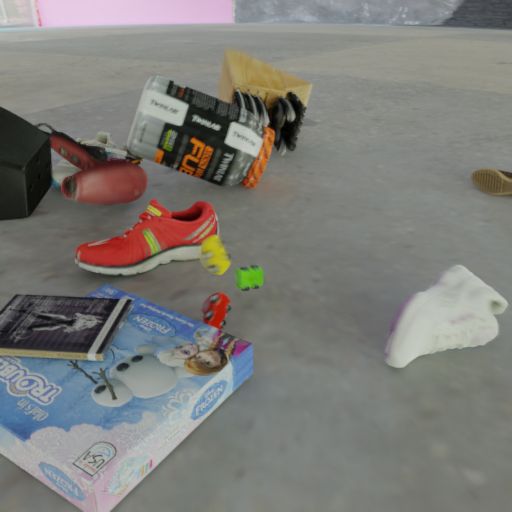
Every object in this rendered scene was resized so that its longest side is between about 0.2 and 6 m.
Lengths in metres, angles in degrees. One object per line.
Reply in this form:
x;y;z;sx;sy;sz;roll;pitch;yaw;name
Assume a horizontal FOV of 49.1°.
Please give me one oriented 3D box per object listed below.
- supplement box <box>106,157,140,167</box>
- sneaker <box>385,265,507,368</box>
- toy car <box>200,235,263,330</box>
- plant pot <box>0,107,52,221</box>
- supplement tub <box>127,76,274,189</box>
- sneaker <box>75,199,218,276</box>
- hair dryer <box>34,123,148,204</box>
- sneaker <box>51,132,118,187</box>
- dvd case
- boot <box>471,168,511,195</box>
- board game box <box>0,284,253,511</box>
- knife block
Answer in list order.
-3.115;-1.750;12.041;1.189;0.656;0.509;8;22;14;supplement box
2.429;0.828;7.062;2.025;0.758;1.009;-32;54;-32;sneaker
-0.363;0.354;7.863;0.292;1.307;1.230;0;3;38;toy car
-4.923;-1.687;10.726;1.602;1.806;1.802;15;41;-3;plant pot
-1.151;-2.516;11.821;2.800;1.715;1.715;18;25;-12;supplement tub
-1.772;-0.399;9.118;2.434;1.033;0.937;-16;32;-27;sneaker
-3.357;-1.718;11.156;2.390;0.852;3.138;10;22;-18;hair dryer
-3.950;-2.141;12.556;0.831;0.878;2.173;10;30;20;sneaker
-2.375;0.820;6.642;1.553;0.124;1.155;2;27;5;dvd case
5.538;-1.581;12.121;1.457;0.527;1.212;23;23;38;boot
-1.720;1.367;6.315;2.466;0.535;2.454;17;33;29;board game box
-0.340;-4.182;15.116;4.140;1.325;3.634;32;35;24;knife block
